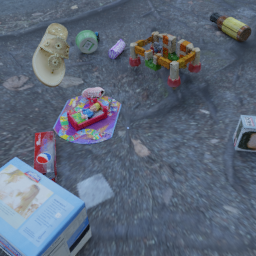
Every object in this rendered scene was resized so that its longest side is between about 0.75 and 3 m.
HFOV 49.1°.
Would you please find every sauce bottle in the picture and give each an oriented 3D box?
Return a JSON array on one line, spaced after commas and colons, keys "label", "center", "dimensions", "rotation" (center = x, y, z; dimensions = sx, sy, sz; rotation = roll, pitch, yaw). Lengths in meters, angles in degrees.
[{"label": "sauce bottle", "center": [5.208, -5.319, 14.459], "dimensions": [0.833, 0.833, 2.522], "rotation": [-17, 48, -18]}]

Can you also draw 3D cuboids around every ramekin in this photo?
[{"label": "ramekin", "center": [-1.870, -3.921, 12.890], "dimensions": [1.004, 1.004, 0.490], "rotation": [-12, 52, -13]}]

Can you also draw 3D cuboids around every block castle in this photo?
[{"label": "block castle", "center": [1.491, -2.778, 11.495], "dimensions": [1.806, 1.268, 2.702], "rotation": [-35, 51, -26]}]

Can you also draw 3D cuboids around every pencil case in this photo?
[{"label": "pencil case", "center": [-0.497, -3.656, 12.948], "dimensions": [0.481, 0.490, 1.147], "rotation": [15, 46, 15]}]

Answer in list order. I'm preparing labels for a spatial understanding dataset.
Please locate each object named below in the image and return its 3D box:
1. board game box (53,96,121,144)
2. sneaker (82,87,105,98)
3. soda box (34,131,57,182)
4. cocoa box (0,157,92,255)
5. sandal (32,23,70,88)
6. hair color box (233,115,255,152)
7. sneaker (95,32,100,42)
[{"label": "board game box", "center": [-1.383, -0.562, 9.650], "dimensions": [2.048, 0.505, 2.592], "rotation": [7, 43, 7]}, {"label": "sneaker", "center": [-1.268, -1.303, 10.483], "dimensions": [0.880, 0.331, 0.460], "rotation": [-20, 34, -32]}, {"label": "soda box", "center": [-2.403, 0.836, 8.148], "dimensions": [0.572, 0.518, 1.635], "rotation": [-7, 43, -9]}, {"label": "cocoa box", "center": [-2.163, 1.996, 6.210], "dimensions": [2.248, 1.475, 1.499], "rotation": [25, 49, 24]}, {"label": "sandal", "center": [-2.383, -2.717, 9.125], "dimensions": [1.068, 0.958, 2.913], "rotation": [16, 50, -22]}, {"label": "hair color box", "center": [4.342, 0.228, 8.439], "dimensions": [2.024, 1.002, 0.614], "rotation": [4, 43, 5]}, {"label": "sneaker", "center": [-1.809, -4.337, 13.706], "dimensions": [0.393, 0.440, 1.074], "rotation": [24, 49, 23]}]
